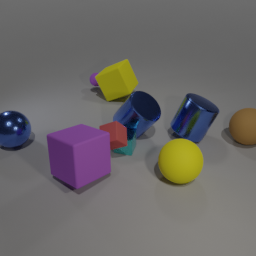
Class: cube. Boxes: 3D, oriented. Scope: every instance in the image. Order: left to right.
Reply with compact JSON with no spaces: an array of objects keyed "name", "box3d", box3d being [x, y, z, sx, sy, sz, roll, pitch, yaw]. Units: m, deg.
[{"name":"cube","box3d":[-1.517,0.816,8.792,1.400,1.400,1.400,16,25,40]},{"name":"cube","box3d":[-0.500,0.268,9.582,0.700,0.700,0.700,-16,63,25]},{"name":"cube","box3d":[-0.529,-2.392,14.028,1.400,1.400,1.400,-15,23,28]},{"name":"cube","box3d":[-0.106,0.503,10.393,0.700,0.700,0.700,8,34,13]}]

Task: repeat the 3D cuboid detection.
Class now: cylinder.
[{"name":"cylinder","box3d":[0.334,-0.485,10.888,1.400,1.400,1.400,19,49,-24]},{"name":"cylinder","box3d":[2.561,-0.408,10.828,1.400,1.400,1.400,20,27,-11]}]

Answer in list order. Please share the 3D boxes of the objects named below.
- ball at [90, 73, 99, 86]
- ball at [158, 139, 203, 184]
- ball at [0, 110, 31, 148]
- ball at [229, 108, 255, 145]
[{"name":"ball","box3d":[-1.653,-2.529,14.615,0.700,0.700,0.700,0,32,0]},{"name":"ball","box3d":[1.652,1.036,8.824,1.400,1.400,1.400,0,32,0]},{"name":"ball","box3d":[-4.361,0.043,10.493,1.400,1.400,1.400,0,32,0]},{"name":"ball","box3d":[4.563,-0.063,10.604,1.400,1.400,1.400,0,32,0]}]
